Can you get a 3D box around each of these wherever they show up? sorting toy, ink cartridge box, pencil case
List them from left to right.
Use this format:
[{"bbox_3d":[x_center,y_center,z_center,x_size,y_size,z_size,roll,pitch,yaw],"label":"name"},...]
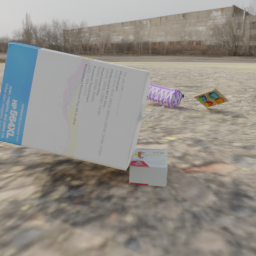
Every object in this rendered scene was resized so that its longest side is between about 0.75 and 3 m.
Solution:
[{"bbox_3d":[-0.696,-0.334,5.092,2.577,1.613,1.656,14,4,5],"label":"ink cartridge box"},{"bbox_3d":[0.389,0.669,5.021,0.630,0.362,0.868,2,16,8],"label":"ink cartridge box"},{"bbox_3d":[1.277,-1.348,11.056,1.759,0.752,0.738,20,43,37],"label":"pencil case"},{"bbox_3d":[2.989,-1.028,10.099,1.009,0.184,0.934,27,-29,-35],"label":"sorting toy"}]
